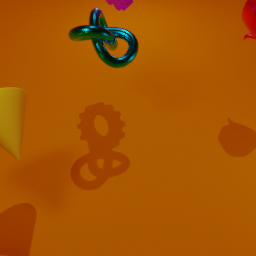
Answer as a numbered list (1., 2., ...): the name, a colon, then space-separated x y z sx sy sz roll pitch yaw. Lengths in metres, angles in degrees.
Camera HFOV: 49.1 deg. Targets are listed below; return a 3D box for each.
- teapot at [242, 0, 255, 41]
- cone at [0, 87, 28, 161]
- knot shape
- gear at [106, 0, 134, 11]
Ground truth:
1. teapot: 3.266 -2.826 6.790 1.196 1.924 0.942 -31 55 -19
2. cone: -2.194 0.074 5.108 1.178 1.178 1.182 -23 80 -19
3. knot shape: -0.549 -2.099 6.325 1.537 0.710 1.438 18 38 -25
4. gear: -0.558 -3.676 6.859 0.316 1.707 1.707 -44 58 -1
